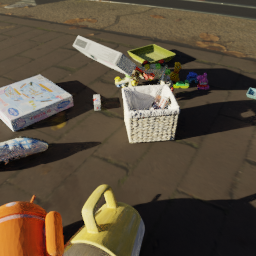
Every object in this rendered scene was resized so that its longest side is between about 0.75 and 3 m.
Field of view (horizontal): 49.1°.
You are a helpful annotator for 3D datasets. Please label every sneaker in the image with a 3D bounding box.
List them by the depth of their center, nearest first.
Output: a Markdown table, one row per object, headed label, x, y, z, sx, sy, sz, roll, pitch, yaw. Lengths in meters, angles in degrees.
| label | x | y | z | sx | sy | sz | roll | pitch | yaw |
| --- | --- | --- | --- | --- | --- | --- | --- | --- | --- |
| sneaker | -3.923 | 0.842 | 9.061 | 2.628 | 0.944 | 0.952 | -7 | 73 | -20 |

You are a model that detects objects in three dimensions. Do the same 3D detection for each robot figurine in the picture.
| label | x | y | z | sx | sy | sz | roll | pitch | yaw |
| --- | --- | --- | --- | --- | --- | --- | --- | --- | --- |
| robot figurine | -2.300 | 2.702 | 5.804 | 1.582 | 1.951 | 2.712 | 6 | 34 | -27 |

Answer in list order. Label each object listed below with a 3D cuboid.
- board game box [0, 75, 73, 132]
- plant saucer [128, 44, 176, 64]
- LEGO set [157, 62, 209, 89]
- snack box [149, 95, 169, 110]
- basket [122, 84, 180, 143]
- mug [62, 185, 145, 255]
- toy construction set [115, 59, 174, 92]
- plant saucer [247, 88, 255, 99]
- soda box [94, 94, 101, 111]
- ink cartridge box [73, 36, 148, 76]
| label | x | y | z | sx | sy | sz | roll | pitch | yaw |
| --- | --- | --- | --- | --- | --- | --- | --- | --- | --- |
| board game box | -4.217 | -1.188 | 11.861 | 2.719 | 0.561 | 2.726 | -28 | 45 | -32 |
| plant saucer | 1.305 | -4.000 | 15.695 | 1.974 | 0.473 | 1.977 | -23 | 42 | -28 |
| LEGO set | 2.584 | -2.509 | 13.261 | 2.455 | 1.007 | 0.936 | 0 | 37 | 1 |
| snack box | 0.973 | -0.528 | 10.287 | 0.496 | 1.379 | 0.168 | 28 | 2 | 41 |
| basket | 0.743 | -0.524 | 10.228 | 1.827 | 1.470 | 1.811 | -4 | 37 | -6 |
| mug | -0.314 | 2.368 | 6.155 | 1.569 | 1.959 | 1.609 | 28 | 34 | 9 |
| toy construction set | 0.896 | -2.259 | 12.656 | 2.658 | 1.224 | 1.743 | 17 | 50 | 21 |
| plant saucer | 6.349 | -1.312 | 12.359 | 2.063 | 0.196 | 0.721 | 19 | 41 | 25 |
| soda box | -1.315 | -1.094 | 11.969 | 0.276 | 0.297 | 0.869 | -5 | 38 | -6 |
| ink cartridge box | -0.726 | -2.895 | 12.039 | 2.643 | 0.576 | 2.294 | 31 | 4 | 32 |
